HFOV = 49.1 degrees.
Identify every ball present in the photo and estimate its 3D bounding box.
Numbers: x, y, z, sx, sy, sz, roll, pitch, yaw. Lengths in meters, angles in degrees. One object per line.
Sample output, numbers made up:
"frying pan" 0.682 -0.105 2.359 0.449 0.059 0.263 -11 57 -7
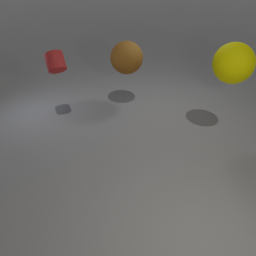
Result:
"ball" 3.608 -2.213 9.568 1.400 1.400 1.400 0 32 0
"ball" -0.058 -3.012 12.014 1.400 1.400 1.400 0 32 0

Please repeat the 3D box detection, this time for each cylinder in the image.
"cylinder" -2.710 -2.467 10.465 0.700 0.700 0.700 -16 -2 -1
